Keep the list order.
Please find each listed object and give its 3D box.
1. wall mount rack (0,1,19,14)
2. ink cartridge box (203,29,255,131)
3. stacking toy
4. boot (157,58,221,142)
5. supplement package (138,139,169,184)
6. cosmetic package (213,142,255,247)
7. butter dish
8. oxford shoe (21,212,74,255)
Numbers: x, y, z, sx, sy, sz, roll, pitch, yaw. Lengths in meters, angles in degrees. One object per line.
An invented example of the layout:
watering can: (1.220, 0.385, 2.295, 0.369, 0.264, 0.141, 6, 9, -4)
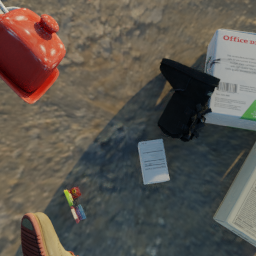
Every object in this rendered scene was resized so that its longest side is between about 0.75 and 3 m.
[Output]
wall mount rack: (-3.909, -3.064, 7.584, 2.677, 0.998, 2.326, -26, 59, -28)
ink cartridge box: (3.049, -1.298, 7.707, 1.770, 1.019, 2.425, 10, 78, 3)
stacking toy: (-1.300, 1.915, 7.138, 0.388, 0.832, 0.919, -22, 77, -17)
boot: (1.316, -0.781, 7.571, 0.822, 2.222, 1.821, 12, 108, -38)
supplement package: (0.663, 0.906, 7.416, 0.645, 0.653, 1.077, -8, 78, -2)
cosmetic package: (3.584, 1.500, 7.091, 1.478, 1.044, 2.856, 33, 79, 7)
butter dish: (-1.987, -1.762, 5.749, 1.373, 1.857, 1.852, -32, 112, 24)
oxford shoe: (-1.039, 2.344, 4.614, 0.902, 0.849, 2.411, -26, 108, -38)
